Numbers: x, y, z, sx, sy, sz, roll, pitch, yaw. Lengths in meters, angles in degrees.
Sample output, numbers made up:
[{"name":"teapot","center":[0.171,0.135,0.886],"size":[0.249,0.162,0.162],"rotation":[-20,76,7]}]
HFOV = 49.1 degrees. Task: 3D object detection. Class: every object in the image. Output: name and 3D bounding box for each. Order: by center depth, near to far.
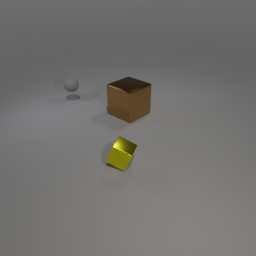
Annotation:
[{"name":"cube","center":[-0.201,0.826,9.146],"size":[0.700,0.700,0.700],"rotation":[27,32,3]},{"name":"cube","center":[0.050,-1.280,12.278],"size":[1.400,1.400,1.400],"rotation":[25,38,36]},{"name":"ball","center":[-2.695,-2.060,13.341],"size":[0.700,0.700,0.700],"rotation":[0,30,0]}]
